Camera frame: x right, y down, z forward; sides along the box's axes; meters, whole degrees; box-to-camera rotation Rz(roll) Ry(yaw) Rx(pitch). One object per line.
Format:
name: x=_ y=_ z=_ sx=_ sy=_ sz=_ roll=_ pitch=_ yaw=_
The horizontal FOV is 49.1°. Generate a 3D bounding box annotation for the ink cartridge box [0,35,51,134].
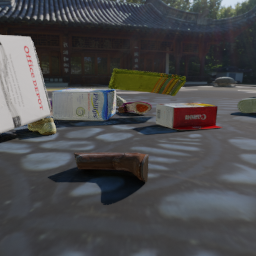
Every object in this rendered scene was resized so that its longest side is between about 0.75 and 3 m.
ink cartridge box: x=-3.381 y=-0.928 z=6.445 sx=1.258 sy=2.161 sz=2.988 roll=-6 pitch=12 yaw=24

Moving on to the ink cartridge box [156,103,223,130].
ink cartridge box: x=1.912 y=-0.390 z=8.731 sx=1.614 sy=0.677 sz=1.417 roll=-4 pitch=12 yaw=-23

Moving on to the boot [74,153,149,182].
boot: x=-0.300 y=0.549 z=4.278 sx=1.219 sy=0.392 sz=1.136 roll=4 pitch=-2 yaw=4

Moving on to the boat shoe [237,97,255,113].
boat shoe: x=5.854 y=-1.022 z=11.780 sx=2.274 sy=0.860 sz=0.686 roll=8 pitch=19 yaw=36

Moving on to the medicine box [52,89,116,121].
medicine box: x=-1.595 y=-0.940 z=10.741 sx=2.039 sy=1.049 sz=1.857 roll=1 pitch=11 yaw=6

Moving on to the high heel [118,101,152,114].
high heel: x=0.404 y=-0.958 z=12.083 sx=1.674 sy=0.564 sz=0.805 roll=3 pitch=21 yaw=33

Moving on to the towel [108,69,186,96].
towel: x=0.727 y=-1.715 z=10.907 sx=2.841 sy=0.256 sz=1.223 roll=4 pitch=-29 yaw=-13

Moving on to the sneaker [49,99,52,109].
sneaker: x=-3.887 y=-1.102 z=13.383 sx=1.308 sy=0.526 sz=0.578 roll=-3 pitch=16 yaw=10

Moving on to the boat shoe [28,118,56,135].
boat shoe: x=-2.460 y=-0.140 z=7.937 sx=0.535 sy=0.462 sz=1.468 roll=-7 pitch=12 yaw=-33

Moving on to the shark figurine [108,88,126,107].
shark figurine: x=-1.221 y=-1.375 z=14.077 sx=2.348 sy=0.980 sz=1.403 roll=18 pitch=-15 yaw=38
